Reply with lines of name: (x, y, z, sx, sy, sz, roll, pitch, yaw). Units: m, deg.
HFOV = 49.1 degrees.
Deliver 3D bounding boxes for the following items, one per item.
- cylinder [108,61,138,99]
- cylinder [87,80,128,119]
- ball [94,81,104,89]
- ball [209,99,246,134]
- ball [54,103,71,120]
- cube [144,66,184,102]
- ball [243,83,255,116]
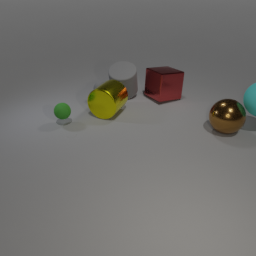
cylinder: (-0.228, -2.404, 14.156, 1.400, 1.400, 1.400, -2, 53, 3)
cylinder: (-0.892, -1.304, 12.580, 1.400, 1.400, 1.400, 11, 31, 19)
ball: (-1.343, -1.944, 13.767, 0.700, 0.700, 0.700, 0, 29, 0)
ball: (3.918, -0.460, 11.071, 1.400, 1.400, 1.400, 0, 29, 0)
ball: (-2.728, -0.703, 11.650, 0.700, 0.700, 0.700, 0, 29, 0)
cube: (1.808, -2.257, 14.182, 1.400, 1.400, 1.400, -11, 28, -28)
ball: (5.234, -1.112, 10.879, 1.400, 1.400, 1.400, 0, 29, 0)
